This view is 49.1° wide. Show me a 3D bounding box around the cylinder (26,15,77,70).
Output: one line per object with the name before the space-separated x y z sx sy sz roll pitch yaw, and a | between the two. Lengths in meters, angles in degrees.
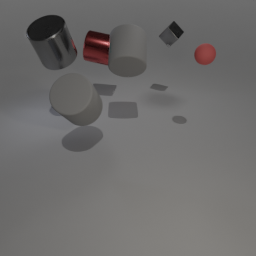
cylinder | -2.706 -3.066 10.112 1.400 1.400 1.400 -5 56 8

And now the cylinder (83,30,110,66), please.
cylinder | -1.247 -3.715 13.113 1.400 1.400 1.400 13 31 2

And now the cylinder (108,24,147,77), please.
cylinder | -0.010 -2.831 10.379 1.400 1.400 1.400 1 68 1

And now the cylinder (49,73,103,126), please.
cylinder | -1.667 -0.897 9.242 1.400 1.400 1.400 6 -13 10

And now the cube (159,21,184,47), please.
cube | 1.977 -4.270 12.755 0.700 0.700 0.700 44 54 -10

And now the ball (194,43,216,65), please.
ball | 2.559 -2.448 9.302 0.700 0.700 0.700 0 31 0
